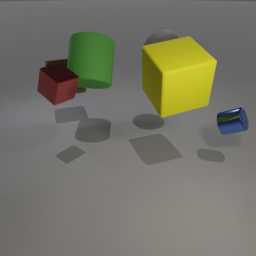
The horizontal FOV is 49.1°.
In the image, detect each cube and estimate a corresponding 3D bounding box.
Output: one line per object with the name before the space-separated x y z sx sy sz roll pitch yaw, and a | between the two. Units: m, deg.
cube | 1.256 -1.359 7.378 1.400 1.400 1.400 -15 45 -11
cube | -1.774 -1.119 7.101 0.700 0.700 0.700 39 41 20

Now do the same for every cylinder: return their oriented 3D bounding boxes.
cylinder | -2.462 -1.994 11.022 1.400 1.400 1.400 -10 30 -15
cylinder | -1.150 -2.035 8.665 1.400 1.400 1.400 4 -3 0
cylinder | 3.090 -0.194 8.281 0.700 0.700 0.700 -15 15 38

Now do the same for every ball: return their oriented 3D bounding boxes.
ball | 1.189 -2.485 9.178 1.400 1.400 1.400 0 28 0
